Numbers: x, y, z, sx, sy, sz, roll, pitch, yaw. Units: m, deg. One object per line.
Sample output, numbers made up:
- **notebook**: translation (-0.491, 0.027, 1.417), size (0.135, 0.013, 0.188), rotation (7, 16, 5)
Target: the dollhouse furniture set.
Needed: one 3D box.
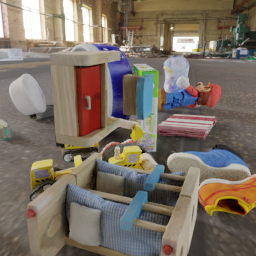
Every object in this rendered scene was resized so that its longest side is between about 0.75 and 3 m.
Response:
- **dollhouse furniture set**: translation (-0.082, 0.447, 4.120), size (2.085, 2.959, 2.073), rotation (6, 19, 19)

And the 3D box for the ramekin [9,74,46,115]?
- **ramekin**: translation (-3.744, -1.183, 10.436), size (0.721, 1.549, 1.549), rotation (-22, 17, 6)

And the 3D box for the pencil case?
- **pencil case**: translation (2.175, -2.167, 13.099), size (1.114, 2.456, 1.021), rotation (-12, 56, -3)

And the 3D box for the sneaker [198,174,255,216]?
- **sneaker**: translation (2.285, 1.349, 5.420), size (1.920, 0.701, 0.740), rotation (-7, 41, -10)

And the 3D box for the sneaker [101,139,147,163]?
- **sneaker**: translation (-0.076, 0.714, 7.179), size (0.703, 0.661, 1.716), rotation (19, 26, 31)

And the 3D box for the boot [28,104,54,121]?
- **boot**: translation (-3.451, -0.836, 12.156), size (1.890, 0.686, 1.719), rotation (-21, 25, -34)

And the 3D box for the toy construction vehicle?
- **toy construction vehicle**: translation (-0.826, 0.545, 6.714), size (2.821, 0.993, 2.456), rotation (-6, 20, -8)

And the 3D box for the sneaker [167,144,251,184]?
- **sneaker**: translation (1.878, 0.803, 6.667), size (1.845, 0.708, 1.026), rotation (7, 24, 9)

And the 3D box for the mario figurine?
- **mario figurine**: translation (2.773, -1.602, 12.778), size (2.875, 1.524, 1.775), rotation (-7, 5, -4)

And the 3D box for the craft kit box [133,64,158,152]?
- **craft kit box**: translation (0.500, -0.741, 8.881), size (0.574, 2.366, 2.337), rotation (-2, 17, -7)

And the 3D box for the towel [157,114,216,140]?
- **towel**: translation (2.185, -0.109, 10.342), size (1.796, 0.284, 2.494), rotation (6, 17, 25)

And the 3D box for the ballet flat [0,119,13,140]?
- **ballet flat**: translation (-4.382, -0.047, 9.675), size (0.566, 0.535, 1.679), rotation (-14, 22, -37)

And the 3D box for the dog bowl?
- **dog bowl**: translation (-1.053, -1.325, 9.590), size (1.178, 2.991, 2.991), rotation (-11, 21, -32)
